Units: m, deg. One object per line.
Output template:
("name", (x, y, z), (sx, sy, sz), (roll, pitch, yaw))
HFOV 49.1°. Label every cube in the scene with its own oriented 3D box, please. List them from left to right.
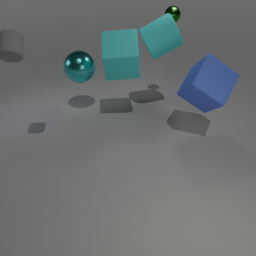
("cube", (-0.282, -2.908, 11.222), (1.400, 1.400, 1.400), (-4, 63, 2))
("cube", (2.950, -1.609, 10.472), (1.400, 1.400, 1.400), (32, -14, -8))

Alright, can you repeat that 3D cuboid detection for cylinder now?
("cylinder", (-3.473, -2.417, 8.309), (0.700, 0.700, 0.700), (-3, 74, -5))
("cylinder", (1.362, -3.803, 11.721), (1.400, 1.400, 1.400), (-27, 29, 10))

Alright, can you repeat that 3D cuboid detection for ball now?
("ball", (-2.135, -2.689, 12.348), (1.400, 1.400, 1.400), (0, 30, 0))
("ball", (1.929, -4.914, 12.133), (0.700, 0.700, 0.700), (0, 30, 0))
